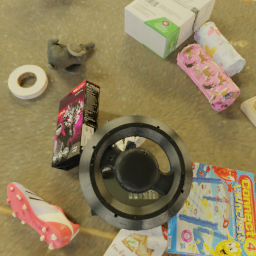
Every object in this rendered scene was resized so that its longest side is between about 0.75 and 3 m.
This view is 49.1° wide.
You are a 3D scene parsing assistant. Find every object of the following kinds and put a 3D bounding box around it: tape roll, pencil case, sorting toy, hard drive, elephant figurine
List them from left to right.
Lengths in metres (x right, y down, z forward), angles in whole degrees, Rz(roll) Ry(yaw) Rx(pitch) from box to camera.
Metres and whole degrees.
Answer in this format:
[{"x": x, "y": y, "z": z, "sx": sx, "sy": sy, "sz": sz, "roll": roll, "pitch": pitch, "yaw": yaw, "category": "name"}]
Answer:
[{"x": -3.479, "y": -1.613, "z": 9.741, "sx": 1.328, "sy": 0.243, "sz": 1.328, "roll": 0, "pitch": 64, "yaw": 1, "category": "tape roll"}, {"x": -1.929, "y": -2.539, "z": 9.791, "sx": 1.728, "sy": 1.223, "sz": 1.341, "roll": 1, "pitch": 92, "yaw": -17, "category": "elephant figurine"}, {"x": 0.041, "y": 1.768, "z": 7.692, "sx": 2.003, "sy": 0.329, "sz": 1.398, "roll": 0, "pitch": 34, "yaw": 0, "category": "hard drive"}, {"x": 2.647, "y": -1.739, "z": 9.410, "sx": 0.997, "sy": 1.042, "sz": 2.408, "roll": -45, "pitch": 64, "yaw": 28, "category": "pencil case"}, {"x": 3.250, "y": -2.799, "z": 9.979, "sx": 0.958, "sy": 0.878, "sz": 2.113, "roll": -18, "pitch": 65, "yaw": -25, "category": "pencil case"}, {"x": 4.840, "y": -0.538, "z": 9.175, "sx": 1.702, "sy": 0.310, "sz": 1.575, "roll": -26, "pitch": 67, "yaw": -12, "category": "sorting toy"}]

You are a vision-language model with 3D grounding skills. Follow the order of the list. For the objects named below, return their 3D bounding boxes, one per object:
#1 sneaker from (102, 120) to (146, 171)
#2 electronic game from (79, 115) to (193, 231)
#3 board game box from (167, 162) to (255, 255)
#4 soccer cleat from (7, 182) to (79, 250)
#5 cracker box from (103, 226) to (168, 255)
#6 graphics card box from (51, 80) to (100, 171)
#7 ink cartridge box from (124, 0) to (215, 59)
[{"x": -0.478, "y": 0.378, "z": 8.520, "sx": 1.862, "sy": 0.743, "sz": 1.212, "roll": -41, "pitch": 63, "yaw": -10, "category": "sneaker"}, {"x": 0.199, "y": 0.964, "z": 6.370, "sx": 2.600, "sy": 0.541, "sz": 2.600, "roll": 1, "pitch": 75, "yaw": -6, "category": "electronic game"}, {"x": 2.224, "y": 2.164, "z": 7.368, "sx": 2.258, "sy": 0.644, "sz": 2.306, "roll": 11, "pitch": 64, "yaw": -10, "category": "board game box"}, {"x": -2.381, "y": 2.279, "z": 7.645, "sx": 2.395, "sy": 0.799, "sz": 0.916, "roll": 33, "pitch": 25, "yaw": 25, "category": "soccer cleat"}, {"x": 0.185, "y": 3.179, "z": 7.223, "sx": 1.207, "sy": 0.520, "sz": 1.802, "roll": 32, "pitch": 67, "yaw": 14, "category": "cracker box"}, {"x": -1.533, "y": -0.067, "z": 8.300, "sx": 0.610, "sy": 1.505, "sz": 2.399, "roll": 23, "pitch": 56, "yaw": -38, "category": "graphics card box"}, {"x": 1.568, "y": -4.281, "z": 10.512, "sx": 2.083, "sy": 1.200, "sz": 2.855, "roll": 41, "pitch": 71, "yaw": 18, "category": "ink cartridge box"}]
